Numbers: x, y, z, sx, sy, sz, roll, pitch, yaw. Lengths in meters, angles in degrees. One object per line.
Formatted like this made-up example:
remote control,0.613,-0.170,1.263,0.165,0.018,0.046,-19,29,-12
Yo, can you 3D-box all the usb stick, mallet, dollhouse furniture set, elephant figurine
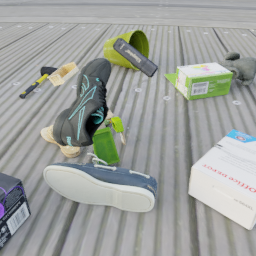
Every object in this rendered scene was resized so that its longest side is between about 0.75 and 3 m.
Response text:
usb stick,0.232,-2.193,8.742,1.599,0.443,0.261,39,22,3
mallet,-4.256,-2.144,12.987,0.889,0.556,2.700,15,40,20
dollhouse furniture set,-0.876,0.253,9.379,1.389,1.073,2.780,-15,17,-10
elephant figurine,4.751,-2.735,12.859,2.042,1.584,1.445,11,26,-2

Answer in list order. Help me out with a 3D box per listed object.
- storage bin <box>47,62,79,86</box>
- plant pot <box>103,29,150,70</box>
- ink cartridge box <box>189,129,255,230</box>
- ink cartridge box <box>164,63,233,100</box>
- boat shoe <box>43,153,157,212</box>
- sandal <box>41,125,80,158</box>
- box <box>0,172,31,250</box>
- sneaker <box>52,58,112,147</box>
storage bin,-2.312,-1.936,10.061,0.829,0.391,0.835,-2,38,48
plant pot,-0.197,-4.107,14.822,1.930,2.005,2.005,10,33,35
ink cartridge box,2.973,1.198,7.390,1.748,1.009,2.394,27,42,35
ink cartridge box,3.083,-2.450,12.883,2.029,1.040,2.745,-10,36,-14
boat shoe,-0.678,1.321,7.158,2.890,1.082,0.894,8,36,9
sandal,-2.247,0.176,9.237,0.763,0.684,2.080,-25,41,-33
box,-3.638,1.725,6.416,2.273,1.206,1.390,14,36,20
sneaker,-0.855,-0.632,7.009,1.025,0.975,2.586,10,67,30
